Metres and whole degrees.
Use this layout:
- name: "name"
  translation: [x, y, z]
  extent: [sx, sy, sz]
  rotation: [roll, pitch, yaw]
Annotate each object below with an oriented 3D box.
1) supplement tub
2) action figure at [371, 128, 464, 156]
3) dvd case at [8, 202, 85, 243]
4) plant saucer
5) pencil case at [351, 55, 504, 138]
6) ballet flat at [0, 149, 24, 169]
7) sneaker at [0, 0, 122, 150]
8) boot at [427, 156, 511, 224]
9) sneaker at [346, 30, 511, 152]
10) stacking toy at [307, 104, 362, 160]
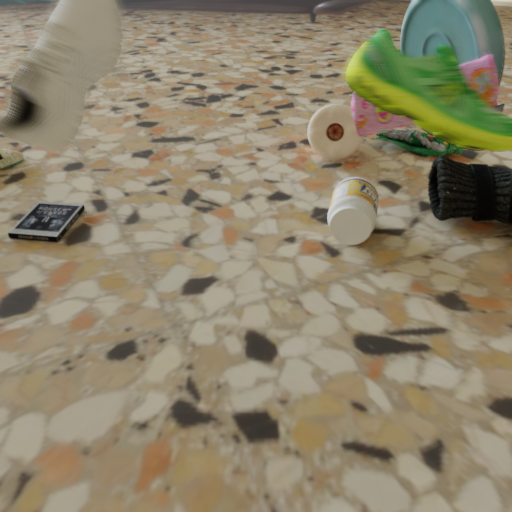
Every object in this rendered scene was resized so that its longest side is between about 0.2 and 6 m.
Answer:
- name: "supplement tub"
  translation: [1.850, -0.858, 10.684]
  extent: [0.913, 0.913, 1.261]
  rotation: [7, 34, 10]
- name: "action figure"
  translation: [4.200, -2.982, 14.343]
  extent: [2.217, 0.606, 1.310]
  rotation: [21, 35, 23]
- name: "dvd case"
  translation: [-4.133, -0.692, 11.127]
  extent: [0.996, 0.164, 1.326]
  rotation: [4, 34, 6]
- name: "plant saucer"
  translation: [3.410, -3.703, 10.214]
  extent: [0.352, 2.569, 2.569]
  rotation: [-22, 38, -16]
- name: "pencil case"
  translation: [2.725, -2.551, 9.129]
  extent: [2.306, 1.008, 1.008]
  rotation: [-6, 31, 16]
- name: "ballet flat"
  translation: [-6.213, -2.274, 13.252]
  extent: [0.561, 0.519, 1.665]
  rotation: [17, 36, 24]
- name: "sneaker"
  translation: [-3.080, -2.944, 8.811]
  extent: [1.104, 2.964, 1.291]
  rotation: [30, 20, 5]
- name: "boot"
  translation: [4.643, -0.949, 10.491]
  extent: [2.375, 1.195, 3.177]
  rotation: [7, 22, -2]
- name: "sneaker"
  translation: [2.281, -1.993, 6.781]
  extent: [2.353, 0.983, 0.871]
  rotation: [27, 8, -1]
- name: "stacking toy"
  translation: [2.076, -3.189, 14.380]
  extent: [1.347, 1.347, 1.844]
  rotation: [7, 15, 10]
